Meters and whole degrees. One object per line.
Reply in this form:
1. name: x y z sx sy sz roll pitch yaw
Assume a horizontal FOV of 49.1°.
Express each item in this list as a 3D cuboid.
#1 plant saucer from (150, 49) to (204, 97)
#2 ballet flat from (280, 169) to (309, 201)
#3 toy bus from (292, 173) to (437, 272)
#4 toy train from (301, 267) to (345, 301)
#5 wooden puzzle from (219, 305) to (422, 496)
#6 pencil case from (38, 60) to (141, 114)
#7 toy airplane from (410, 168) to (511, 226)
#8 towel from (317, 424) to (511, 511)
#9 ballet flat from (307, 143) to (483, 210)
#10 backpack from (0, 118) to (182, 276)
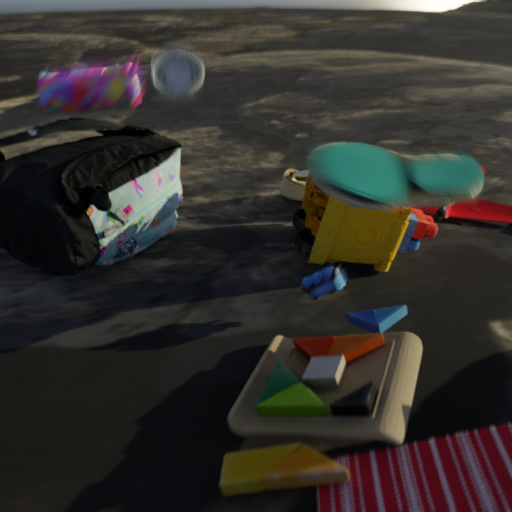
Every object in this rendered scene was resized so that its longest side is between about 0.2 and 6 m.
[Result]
1. plant saucer: -1.594 -3.679 11.418 1.079 1.079 0.271 -2 -13 -3
2. ballet flat: 1.455 -1.278 10.608 2.107 0.732 0.732 10 31 17
3. toy bus: 1.751 -0.715 9.046 2.079 1.469 2.165 11 26 -7
4. toy train: 0.872 0.374 7.407 0.587 0.335 0.254 -27 -7 28
5. wooden puzzle: 0.761 1.313 5.979 1.933 0.335 2.865 -7 24 20
6. pencil case: -2.607 -2.674 8.846 1.612 0.713 0.713 -10 30 -3
7. toy airplane: 3.701 -1.238 10.733 2.693 0.495 2.693 -1 29 1
8. towel: 1.738 2.084 4.300 2.497 0.281 1.805 -14 23 8
9. ballet flat: 1.796 -0.926 7.471 2.680 0.836 0.904 2 71 -21
10. backpack: -2.530 -0.963 8.801 2.526 1.916 3.027 24 36 22
